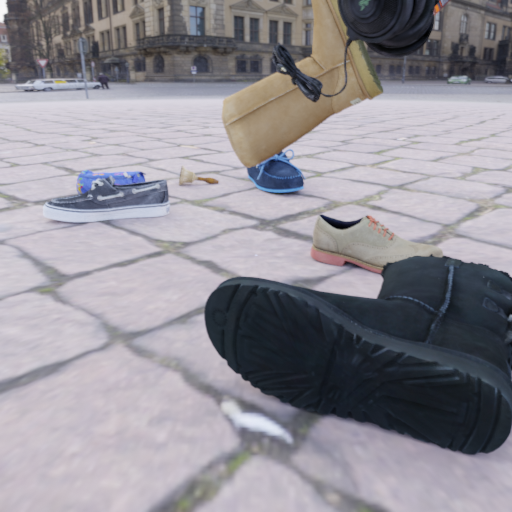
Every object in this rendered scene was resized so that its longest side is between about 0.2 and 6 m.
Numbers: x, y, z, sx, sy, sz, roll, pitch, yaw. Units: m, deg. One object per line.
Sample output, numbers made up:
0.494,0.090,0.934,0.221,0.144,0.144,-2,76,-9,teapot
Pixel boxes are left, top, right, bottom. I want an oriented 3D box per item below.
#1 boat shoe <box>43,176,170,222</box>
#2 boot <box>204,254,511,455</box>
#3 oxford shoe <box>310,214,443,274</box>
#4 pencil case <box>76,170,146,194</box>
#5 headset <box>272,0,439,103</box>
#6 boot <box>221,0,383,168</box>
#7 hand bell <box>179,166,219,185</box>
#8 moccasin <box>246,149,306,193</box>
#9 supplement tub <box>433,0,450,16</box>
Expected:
-3.213,-1.276,12.073,2.663,0.903,0.955,-4,20,-11,boat shoe
1.418,0.654,6.200,3.248,1.202,2.661,16,26,21,boot
1.970,-0.223,9.199,2.234,0.835,0.787,7,21,19,oxford shoe
-3.550,-1.759,13.726,1.712,0.743,0.668,4,59,13,pencil case
0.919,-1.979,4.295,0.850,1.809,1.117,48,25,12,headset
0.616,-3.729,11.439,3.210,2.811,1.062,-23,-9,25,boot
-1.548,-2.096,15.297,1.058,0.551,0.551,10,17,-12,hand bell
0.340,-2.403,15.068,1.212,1.027,3.012,-8,21,-23,moccasin
2.833,-4.124,8.840,0.874,0.467,0.467,-44,19,9,supplement tub
